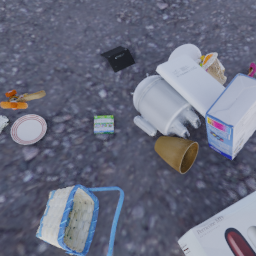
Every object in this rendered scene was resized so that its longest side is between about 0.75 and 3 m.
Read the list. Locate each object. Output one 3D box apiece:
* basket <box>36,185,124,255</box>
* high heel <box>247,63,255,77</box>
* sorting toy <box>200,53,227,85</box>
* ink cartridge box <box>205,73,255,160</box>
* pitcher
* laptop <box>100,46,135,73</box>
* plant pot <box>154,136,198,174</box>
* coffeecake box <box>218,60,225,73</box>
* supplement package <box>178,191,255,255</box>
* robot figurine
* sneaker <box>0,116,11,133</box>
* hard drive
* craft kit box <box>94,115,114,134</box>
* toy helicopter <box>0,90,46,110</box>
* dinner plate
[{"bbox_3d":[-1.337,2.697,8.331,2.343,1.630,2.066,-4,55,30],"label":"basket"},{"bbox_3d":[5.326,-2.441,12.338,0.545,0.383,1.137,11,72,-5],"label":"high heel"},{"bbox_3d":[3.200,-2.018,11.532,0.896,1.677,1.510,21,76,39],"label":"sorting toy"},{"bbox_3d":[3.512,-0.181,9.178,1.021,2.675,1.825,34,76,34],"label":"ink cartridge box"},{"bbox_3d":[2.404,-2.485,11.631,1.891,1.337,2.205,6,53,46],"label":"pitcher"},{"bbox_3d":[-0.478,-3.212,12.994,1.122,0.694,1.198,-29,91,-16],"label":"laptop"},{"bbox_3d":[1.640,0.797,9.992,1.298,1.210,1.210,27,61,32],"label":"plant pot"},{"bbox_3d":[3.870,-2.743,12.570,0.595,0.283,0.775,-16,60,-10],"label":"coffeecake box"},{"bbox_3d":[3.340,3.586,7.671,2.643,2.033,2.764,-25,63,-14],"label":"supplement package"},{"bbox_3d":[1.356,-0.849,10.578,2.497,1.663,2.944,-44,64,-1],"label":"robot figurine"},{"bbox_3d":[-4.907,-0.105,10.910,0.564,0.370,0.980,-8,57,-3],"label":"sneaker"},{"bbox_3d":[2.387,-1.597,10.004,1.617,0.322,2.452,-29,67,-32],"label":"hard drive"},{"bbox_3d":[-0.951,-0.132,11.049,0.778,0.189,0.768,-2,61,-1],"label":"craft kit box"},{"bbox_3d":[-3.287,-0.894,8.747,1.491,0.588,0.986,-13,22,14],"label":"toy helicopter"},{"bbox_3d":[-3.853,0.069,10.930,1.363,0.165,1.363,0,59,0],"label":"dinner plate"}]
